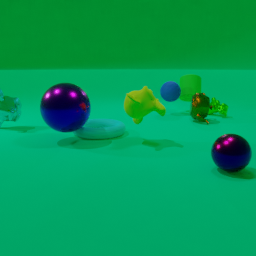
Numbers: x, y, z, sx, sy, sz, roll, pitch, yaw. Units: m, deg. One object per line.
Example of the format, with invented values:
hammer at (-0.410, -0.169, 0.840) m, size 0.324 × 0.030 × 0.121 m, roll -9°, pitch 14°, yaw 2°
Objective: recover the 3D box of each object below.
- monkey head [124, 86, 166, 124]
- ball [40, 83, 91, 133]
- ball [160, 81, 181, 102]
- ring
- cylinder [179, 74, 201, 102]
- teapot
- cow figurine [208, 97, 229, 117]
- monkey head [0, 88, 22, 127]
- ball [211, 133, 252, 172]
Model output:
monkey head at (0.387, -0.509, 6.976) m, size 0.816 × 1.355 × 0.975 m, roll -39°, pitch 64°, yaw -11°
ball at (-1.596, -0.518, 7.201) m, size 1.281 × 1.281 × 1.281 m, roll 0°, pitch 13°, yaw 0°
ball at (1.693, -1.452, 11.157) m, size 0.824 × 0.824 × 0.824 m, roll 0°, pitch 13°, yaw 0°
ring at (-0.847, 0.008, 8.194) m, size 1.575 × 0.315 × 1.575 m, roll 0°, pitch 13°, yaw 0°
cylinder at (2.645, -1.681, 11.884) m, size 0.909 × 0.909 × 0.909 m, roll 4°, pitch -14°, yaw 1°
teapot at (2.573, -0.708, 9.801) m, size 0.750 × 0.952 × 1.531 m, roll 7°, pitch 50°, yaw 6°
cow figurine at (3.424, -0.735, 10.932) m, size 0.522 × 0.936 × 0.951 m, roll 25°, pitch -44°, yaw -34°
monkey head at (-3.756, -0.544, 8.629) m, size 0.786 × 1.305 × 0.939 m, roll 5°, pitch 20°, yaw -9°
ball at (1.946, 0.468, 5.293) m, size 0.730 × 0.730 × 0.730 m, roll 0°, pitch 13°, yaw 0°
